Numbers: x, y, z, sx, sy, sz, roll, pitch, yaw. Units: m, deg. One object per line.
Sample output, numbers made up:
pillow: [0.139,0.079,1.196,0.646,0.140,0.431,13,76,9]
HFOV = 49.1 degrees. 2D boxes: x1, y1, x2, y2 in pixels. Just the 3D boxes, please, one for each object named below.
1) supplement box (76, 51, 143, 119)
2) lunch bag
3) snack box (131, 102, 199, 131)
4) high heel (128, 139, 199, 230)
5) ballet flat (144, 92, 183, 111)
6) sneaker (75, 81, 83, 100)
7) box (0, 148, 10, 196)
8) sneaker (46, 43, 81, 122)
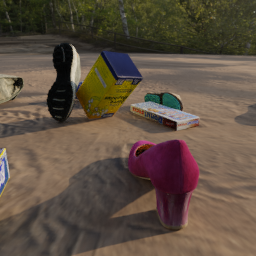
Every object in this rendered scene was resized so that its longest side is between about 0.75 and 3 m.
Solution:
supplement box: [-0.663,-1.359,9.207,1.108,2.035,1.114,-7,60,-43]
lunch bag: [-5.846,-1.767,12.233,1.747,1.252,2.130,7,24,19]
snack box: [1.187,-0.486,9.771,0.960,0.324,2.669,-11,21,-30]
high heel: [0.525,0.422,5.242,0.992,1.412,2.945,-1,18,-2]
ballet flat: [1.553,-1.097,10.928,0.768,0.777,2.284,-13,23,-30]
sneaker: [-1.300,-1.498,11.883,2.341,0.946,1.352,5,17,9]
box: [-2.535,1.007,4.626,0.629,0.685,1.956,-3,18,-8]
sneaker: [-2.036,-1.480,9.498,0.960,2.597,1.030,7,-3,16]
